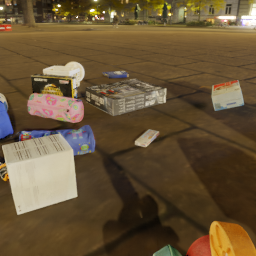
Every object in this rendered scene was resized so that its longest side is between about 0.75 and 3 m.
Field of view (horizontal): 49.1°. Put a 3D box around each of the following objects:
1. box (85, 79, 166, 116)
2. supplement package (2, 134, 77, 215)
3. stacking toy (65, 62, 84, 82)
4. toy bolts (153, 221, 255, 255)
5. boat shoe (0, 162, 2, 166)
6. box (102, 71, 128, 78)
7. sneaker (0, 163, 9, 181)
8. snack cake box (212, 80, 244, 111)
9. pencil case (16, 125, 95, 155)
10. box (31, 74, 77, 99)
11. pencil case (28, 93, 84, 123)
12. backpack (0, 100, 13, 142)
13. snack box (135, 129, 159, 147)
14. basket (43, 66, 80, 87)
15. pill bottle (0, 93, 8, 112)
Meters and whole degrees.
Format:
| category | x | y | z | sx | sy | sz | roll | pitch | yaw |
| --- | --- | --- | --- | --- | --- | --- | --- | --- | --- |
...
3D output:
| category | x | y | z | sx | sy | sz | roll | pitch | yaw |
| --- | --- | --- | --- | --- | --- | --- | --- | --- | --- |
| box | -0.096 | -1.427 | 12.103 | 2.801 | 0.697 | 2.209 | -17 | 29 | -33 |
| supplement package | -1.897 | 0.942 | 6.081 | 1.284 | 1.228 | 0.944 | -12 | 26 | -25 |
| stacking toy | -3.131 | -3.064 | 15.829 | 1.141 | 1.141 | 1.562 | -8 | 6 | -17 |
| toy bolts | 0.594 | 1.965 | 3.380 | 1.403 | 1.932 | 2.022 | -7 | 6 | -1 |
| boat shoe | -3.464 | 1.205 | 6.541 | 0.430 | 0.454 | 1.297 | 6 | 32 | 9 |
| box | -0.772 | -3.177 | 16.660 | 1.430 | 0.232 | 0.866 | -5 | 24 | -14 |
| sneaker | -2.685 | 1.059 | 6.978 | 0.999 | 0.391 | 0.386 | -12 | 49 | -28 |
| snack cake box | 4.084 | -1.378 | 11.554 | 1.104 | 0.645 | 1.920 | -12 | 17 | 22 |
| pencil case | -1.978 | 0.402 | 7.811 | 2.075 | 0.810 | 0.901 | -6 | 36 | -16 |
| box | -2.888 | -1.357 | 11.075 | 1.774 | 1.417 | 0.438 | 7 | 25 | 13 |
| pencil case | -2.671 | -0.755 | 10.329 | 2.129 | 0.931 | 0.931 | 12 | 26 | 23 |
| backpack | -4.834 | -0.151 | 7.685 | 1.868 | 1.929 | 2.299 | -7 | 17 | 39 |
| snack box | 0.620 | 0.311 | 8.886 | 0.374 | 0.127 | 1.041 | 13 | 27 | 26 |
| basket | -3.361 | -2.577 | 14.375 | 1.597 | 0.985 | 1.083 | 8 | 25 | 20 |
| pill bottle | -4.892 | -0.663 | 9.981 | 1.032 | 1.032 | 1.839 | -4 | 24 | -10 |
